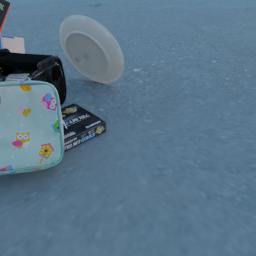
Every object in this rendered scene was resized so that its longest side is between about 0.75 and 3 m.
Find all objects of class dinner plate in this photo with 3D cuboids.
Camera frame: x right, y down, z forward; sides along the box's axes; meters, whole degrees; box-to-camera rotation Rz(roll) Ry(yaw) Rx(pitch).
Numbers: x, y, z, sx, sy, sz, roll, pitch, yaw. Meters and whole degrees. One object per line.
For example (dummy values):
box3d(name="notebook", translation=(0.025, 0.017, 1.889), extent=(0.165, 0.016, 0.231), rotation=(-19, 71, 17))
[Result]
box3d(name="dinner plate", translation=(-1.344, -2.543, 9.583), extent=(2.656, 2.656, 0.322), rotation=(19, 55, 26))

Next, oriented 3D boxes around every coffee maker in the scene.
box3d(name="coffee maker", translation=(-3.159, -1.479, 7.955), extent=(2.627, 1.770, 2.524), rotation=(10, 59, 16))

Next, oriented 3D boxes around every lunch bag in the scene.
box3d(name="lunch bag", translation=(-2.615, -0.028, 6.052), extent=(2.539, 2.037, 0.979), rotation=(-5, -7, -13))

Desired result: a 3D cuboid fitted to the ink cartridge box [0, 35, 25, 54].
box3d(name="ink cartridge box", translation=(-5.683, -3.086, 11.061), extent=(2.541, 1.070, 1.837), rotation=(2, 14, 5))

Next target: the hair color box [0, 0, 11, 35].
box3d(name="hair color box", translation=(-2.926, -1.606, 4.703), extent=(1.359, 0.820, 2.677), rotation=(21, -11, -27))

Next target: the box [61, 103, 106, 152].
box3d(name="box", translation=(-1.631, -0.058, 7.696), extent=(1.514, 0.376, 1.502), rotation=(-27, 40, -35))
